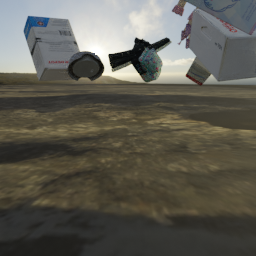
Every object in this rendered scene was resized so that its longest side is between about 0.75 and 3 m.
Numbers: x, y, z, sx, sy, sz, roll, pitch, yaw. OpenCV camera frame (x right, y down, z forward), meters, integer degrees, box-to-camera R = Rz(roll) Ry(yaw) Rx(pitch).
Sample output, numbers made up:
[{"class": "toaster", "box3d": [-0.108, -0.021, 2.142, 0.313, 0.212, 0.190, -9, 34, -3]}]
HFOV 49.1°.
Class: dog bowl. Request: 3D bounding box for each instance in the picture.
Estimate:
[{"class": "dog bowl", "box3d": [-0.952, -1.393, 6.310, 0.831, 0.244, 0.831, -9, -28, -5]}]

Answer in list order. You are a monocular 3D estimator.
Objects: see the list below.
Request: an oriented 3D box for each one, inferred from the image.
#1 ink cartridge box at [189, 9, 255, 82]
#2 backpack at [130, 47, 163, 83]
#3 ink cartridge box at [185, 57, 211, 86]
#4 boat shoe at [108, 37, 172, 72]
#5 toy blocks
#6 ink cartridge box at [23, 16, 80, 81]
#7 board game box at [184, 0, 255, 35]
[{"class": "ink cartridge box", "box3d": [3.273, -2.308, 7.222, 2.796, 1.201, 2.047, -8, 41, -7]}, {"class": "backpack", "box3d": [0.758, -2.268, 10.204, 0.848, 1.127, 1.000, -8, 38, 39]}, {"class": "ink cartridge box", "box3d": [2.741, -2.349, 9.688, 0.753, 1.326, 1.819, 34, 1, 5]}, {"class": "boat shoe", "box3d": [0.378, -3.178, 11.312, 2.731, 0.906, 1.021, -19, 14, 26]}, {"class": "toy blocks", "box3d": [2.854, -3.828, 10.839, 2.227, 1.875, 2.082, 16, 24, -24]}, {"class": "ink cartridge box", "box3d": [-2.951, -3.147, 11.222, 1.752, 2.400, 1.012, -10, -17, -37]}, {"class": "board game box", "box3d": [2.013, -2.984, 5.181, 1.808, 1.816, 0.394, 39, 30, 21]}]
